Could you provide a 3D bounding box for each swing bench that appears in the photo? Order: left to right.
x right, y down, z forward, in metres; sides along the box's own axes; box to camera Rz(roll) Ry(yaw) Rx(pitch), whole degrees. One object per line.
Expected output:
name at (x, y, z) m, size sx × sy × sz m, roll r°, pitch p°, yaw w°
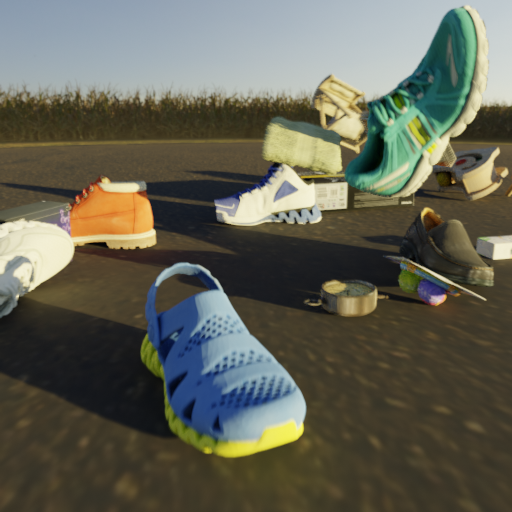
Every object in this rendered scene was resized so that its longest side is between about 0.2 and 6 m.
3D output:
swing bench at (1.994, -3.205, 12.694) m, size 1.301 × 1.308 × 0.849 m, roll 10°, pitch -36°, yaw -43°

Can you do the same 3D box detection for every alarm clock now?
alarm clock at (1.261, 0.645, 8.308) m, size 1.205 × 0.401 × 0.813 m, roll -4°, pitch 16°, yaw -22°

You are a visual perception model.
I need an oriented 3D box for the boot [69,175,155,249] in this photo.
boot at (-3.672, -0.995, 12.239) m, size 2.896 × 1.553 × 1.086 m, roll -1°, pitch 17°, yaw 4°

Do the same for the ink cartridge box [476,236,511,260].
ink cartridge box at (5.125, -0.184, 11.457) m, size 1.015 × 0.342 × 0.595 m, roll -4°, pitch 16°, yaw -13°

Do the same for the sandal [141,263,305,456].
sandal at (-0.506, 0.923, 5.704) m, size 1.153 × 1.263 × 2.902 m, roll -7°, pitch 18°, yaw -30°

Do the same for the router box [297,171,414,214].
router box at (2.677, -2.050, 17.261) m, size 3.406 × 0.890 × 2.678 m, roll -6°, pitch 16°, yaw -20°

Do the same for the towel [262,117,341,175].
towel at (0.744, -1.809, 8.970) m, size 1.290 × 0.317 × 1.738 m, roll 12°, pitch 31°, yaw 1°

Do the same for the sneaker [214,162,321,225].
sneaker at (0.298, -1.695, 14.567) m, size 2.831 × 1.635 × 1.144 m, roll -2°, pitch 14°, yaw -9°

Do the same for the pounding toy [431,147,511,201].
pounding toy at (7.288, -2.323, 18.460) m, size 1.883 × 1.889 × 3.293 m, roll -36°, pitch 18°, yaw -17°

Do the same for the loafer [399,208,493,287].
loafer at (3.357, -0.177, 9.990) m, size 0.986 × 0.979 × 2.708 m, roll 8°, pitch 15°, yaw -14°

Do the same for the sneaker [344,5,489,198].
sneaker at (2.321, -2.098, 8.317) m, size 1.256 × 3.154 × 1.222 m, roll 4°, pitch 45°, yaw -18°

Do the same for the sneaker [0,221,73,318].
sneaker at (-3.841, 0.386, 8.165) m, size 1.353 × 1.254 × 3.338 m, roll 21°, pitch 25°, yaw 22°

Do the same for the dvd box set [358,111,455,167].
dvd box set at (2.662, -2.090, 9.964) m, size 1.521 × 0.224 × 1.113 m, roll 22°, pitch -15°, yaw 44°

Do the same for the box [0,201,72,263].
box at (-4.148, -0.280, 10.200) m, size 0.664 × 1.188 × 1.683 m, roll 4°, pitch 16°, yaw 18°

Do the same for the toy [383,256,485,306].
toy at (2.573, 0.443, 8.613) m, size 1.165 × 0.478 × 2.024 m, roll 26°, pitch 6°, yaw 2°
